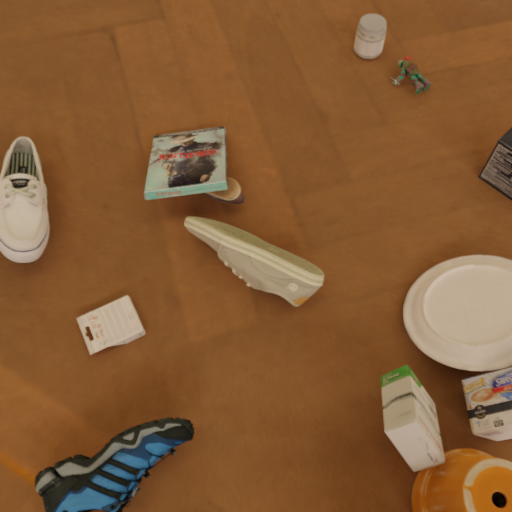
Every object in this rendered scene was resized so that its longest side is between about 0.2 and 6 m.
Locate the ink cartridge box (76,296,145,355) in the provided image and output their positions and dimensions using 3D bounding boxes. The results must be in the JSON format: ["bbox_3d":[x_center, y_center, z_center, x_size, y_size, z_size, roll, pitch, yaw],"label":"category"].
[{"bbox_3d":[-2.564,1.244,9.914,0.986,0.247,0.793,-26,63,-9],"label":"ink cartridge box"}]

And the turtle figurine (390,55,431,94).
[{"bbox_3d":[3.539,-4.211,12.989,0.770,0.518,1.029,-34,71,-18],"label":"turtle figurine"}]

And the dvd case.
[{"bbox_3d":[-1.380,-1.919,11.302,1.599,0.241,2.190,-7,39,3],"label":"dvd case"}]

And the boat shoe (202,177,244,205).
[{"bbox_3d":[-0.876,-1.420,11.304,1.620,0.525,0.582,27,73,36],"label":"boat shoe"}]

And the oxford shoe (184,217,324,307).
[{"bbox_3d":[-0.168,0.066,10.238,2.894,1.088,0.836,28,107,17],"label":"oxford shoe"}]

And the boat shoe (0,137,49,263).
[{"bbox_3d":[-4.522,-1.165,10.618,1.029,0.934,2.798,-4,50,-25],"label":"boat shoe"}]

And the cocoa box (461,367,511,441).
[{"bbox_3d":[4.015,2.231,8.566,0.887,1.330,0.872,25,51,-38],"label":"cocoa box"}]

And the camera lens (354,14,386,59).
[{"bbox_3d":[2.714,-5.200,13.336,0.686,0.857,0.686,0,59,0],"label":"camera lens"}]

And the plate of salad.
[{"bbox_3d":[3.777,0.969,9.607,2.425,0.582,2.425,-14,45,14],"label":"plate of salad"}]

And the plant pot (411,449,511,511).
[{"bbox_3d":[3.162,3.458,7.834,1.614,1.478,1.614,0,61,0],"label":"plant pot"}]

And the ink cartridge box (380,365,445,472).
[{"bbox_3d":[2.296,2.391,8.302,0.515,0.908,1.239,-29,17,21],"label":"ink cartridge box"}]

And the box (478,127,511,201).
[{"bbox_3d":[5.276,-1.782,11.141,0.720,1.158,1.168,-39,67,-20],"label":"box"}]

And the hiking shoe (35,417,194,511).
[{"bbox_3d":[-1.983,3.286,8.396,2.481,0.923,1.075,-25,68,-3],"label":"hiking shoe"}]
